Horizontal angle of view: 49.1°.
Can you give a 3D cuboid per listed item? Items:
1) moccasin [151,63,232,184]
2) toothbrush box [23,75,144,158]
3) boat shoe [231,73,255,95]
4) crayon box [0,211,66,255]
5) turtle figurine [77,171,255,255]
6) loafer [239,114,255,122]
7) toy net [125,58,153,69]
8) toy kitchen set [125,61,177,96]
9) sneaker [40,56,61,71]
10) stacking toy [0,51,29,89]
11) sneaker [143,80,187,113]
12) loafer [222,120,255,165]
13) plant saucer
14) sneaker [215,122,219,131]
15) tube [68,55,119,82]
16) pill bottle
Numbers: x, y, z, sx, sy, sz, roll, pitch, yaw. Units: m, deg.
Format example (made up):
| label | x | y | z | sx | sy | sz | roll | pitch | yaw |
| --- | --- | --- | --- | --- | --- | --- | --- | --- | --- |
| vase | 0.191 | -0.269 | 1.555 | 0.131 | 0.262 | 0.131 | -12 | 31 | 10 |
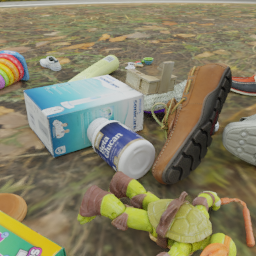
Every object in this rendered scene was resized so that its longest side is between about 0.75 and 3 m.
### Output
| label | x | y | z | sx | sy | sz | roll | pitch | yaw |
| --- | --- | --- | --- | --- | --- | --- | --- | --- | --- |
| moccasin | 1.186 | -0.221 | 5.768 | 1.152 | 1.091 | 2.983 | 12 | 64 | 31 |
| toothbrush box | -1.078 | -0.445 | 7.007 | 2.444 | 1.042 | 1.789 | -19 | 34 | -30 |
| boat shoe | 4.610 | -1.545 | 9.229 | 2.674 | 0.837 | 0.952 | 6 | 31 | 14 |
| crayon box | -1.947 | 2.012 | 2.944 | 1.413 | 0.693 | 2.379 | 16 | 33 | 27 |
| turtle figurine | 0.459 | 1.386 | 3.848 | 2.287 | 0.913 | 2.836 | 17 | 33 | 28 |
| loafer | 3.042 | -0.104 | 6.916 | 1.598 | 0.559 | 0.558 | -26 | 46 | -37 |
| toy net | 0.406 | -2.831 | 12.117 | 1.403 | 0.271 | 0.736 | -20 | 35 | -32 |
| toy kitchen set | 0.620 | -1.374 | 6.967 | 0.962 | 0.785 | 0.868 | -14 | 37 | -37 |
| sneaker | -3.276 | -2.809 | 11.844 | 1.392 | 0.493 | 0.508 | 25 | 38 | 37 |
| stacking toy | -4.443 | -1.741 | 9.623 | 1.161 | 1.098 | 2.001 | 11 | 43 | 13 |
| sneaker | 1.351 | -0.648 | 7.703 | 2.279 | 1.134 | 0.792 | -6 | 61 | 44 |
| loafer | 3.380 | 0.301 | 5.848 | 2.867 | 1.003 | 1.000 | 10 | 24 | 2 |
| plant saucer | -2.161 | 1.384 | 4.630 | 0.916 | 0.172 | 0.916 | 0 | 29 | 0 |
| sneaker | 2.132 | -0.361 | 7.466 | 0.476 | 0.461 | 1.303 | 1 | 29 | 3 |
| tube | -1.234 | -2.062 | 10.480 | 0.655 | 0.732 | 2.522 | 44 | 42 | 1 |
| pill bottle | -0.221 | 0.347 | 5.796 | 0.841 | 0.841 | 1.515 | -19 | 34 | -31 |
